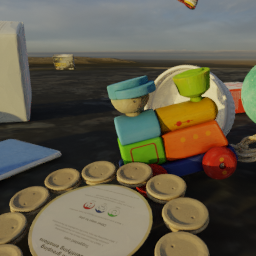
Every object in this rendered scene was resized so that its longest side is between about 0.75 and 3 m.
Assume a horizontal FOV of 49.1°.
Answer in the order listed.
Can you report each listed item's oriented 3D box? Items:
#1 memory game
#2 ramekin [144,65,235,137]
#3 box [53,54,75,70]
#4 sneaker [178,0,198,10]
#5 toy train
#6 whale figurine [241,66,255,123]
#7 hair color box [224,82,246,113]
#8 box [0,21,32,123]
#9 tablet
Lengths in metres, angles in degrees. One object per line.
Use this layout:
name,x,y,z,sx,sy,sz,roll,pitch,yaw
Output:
memory game,-0.335,0.959,2.781,2.275,0.145,2.275,-5,24,2
ramekin,1.258,-0.328,5.528,1.710,1.710,0.898,11,9,37
box,-2.670,-2.758,11.731,0.824,0.653,0.199,0,48,-2
sneaker,1.694,-3.887,8.297,0.861,0.354,0.335,31,2,-13
toy train,1.114,-0.170,4.128,2.756,1.594,1.166,-14,16,-4
whale figurine,1.347,-0.335,2.750,0.544,0.835,1.049,-14,9,9
hair color box,3.352,-1.051,9.714,2.819,0.901,1.563,-9,16,-25
box,-4.091,-1.737,8.269,2.160,2.509,2.521,-4,29,-15
tablet,-2.476,0.648,4.681,1.542,0.162,2.369,10,18,31
